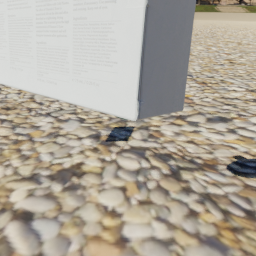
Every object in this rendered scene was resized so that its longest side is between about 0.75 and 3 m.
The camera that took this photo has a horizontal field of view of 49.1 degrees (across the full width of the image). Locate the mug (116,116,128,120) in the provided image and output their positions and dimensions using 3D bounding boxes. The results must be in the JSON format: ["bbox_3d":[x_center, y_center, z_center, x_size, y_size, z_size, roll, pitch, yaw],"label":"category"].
[{"bbox_3d":[-0.033,-0.591,5.274,0.566,0.752,0.916,23,40,-33],"label":"mug"}]

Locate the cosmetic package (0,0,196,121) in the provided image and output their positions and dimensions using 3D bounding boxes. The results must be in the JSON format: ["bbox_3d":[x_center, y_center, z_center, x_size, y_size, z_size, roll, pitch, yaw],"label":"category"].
[{"bbox_3d":[-0.625,-1.335,2.729,2.662,2.007,0.688,18,22,40],"label":"cosmetic package"}]
